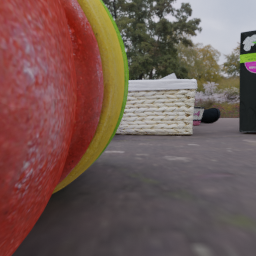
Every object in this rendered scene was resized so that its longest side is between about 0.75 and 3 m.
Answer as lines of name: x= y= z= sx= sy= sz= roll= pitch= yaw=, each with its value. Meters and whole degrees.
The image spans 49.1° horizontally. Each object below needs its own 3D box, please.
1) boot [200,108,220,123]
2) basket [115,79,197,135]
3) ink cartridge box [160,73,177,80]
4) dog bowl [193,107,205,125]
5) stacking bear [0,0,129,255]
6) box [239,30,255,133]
boot: x=3.725 y=-0.680 z=15.644 sx=1.858 sy=0.844 sz=2.211 roll=3 pitch=-6 yaw=-33
basket: x=0.657 y=-0.507 z=7.193 sx=2.134 sy=1.317 sz=1.447 roll=1 pitch=3 yaw=11
ink cartridge box: x=1.023 y=-0.840 z=9.561 sx=1.389 sy=1.382 sz=1.893 roll=-25 pitch=4 yaw=-3
dog bowl: x=2.461 y=-0.575 z=13.547 sx=2.386 sy=0.880 sz=2.386 roll=0 pitch=2 yaw=0
stacking bear: x=-0.720 y=-0.236 z=1.388 sx=1.523 sy=1.626 sz=2.678 roll=-3 pitch=11 yaw=-5
box: x=4.020 y=-1.151 z=7.241 sx=1.916 sy=2.580 sz=1.603 roll=2 pitch=3 yaw=34
